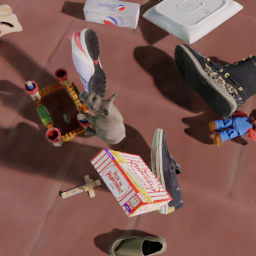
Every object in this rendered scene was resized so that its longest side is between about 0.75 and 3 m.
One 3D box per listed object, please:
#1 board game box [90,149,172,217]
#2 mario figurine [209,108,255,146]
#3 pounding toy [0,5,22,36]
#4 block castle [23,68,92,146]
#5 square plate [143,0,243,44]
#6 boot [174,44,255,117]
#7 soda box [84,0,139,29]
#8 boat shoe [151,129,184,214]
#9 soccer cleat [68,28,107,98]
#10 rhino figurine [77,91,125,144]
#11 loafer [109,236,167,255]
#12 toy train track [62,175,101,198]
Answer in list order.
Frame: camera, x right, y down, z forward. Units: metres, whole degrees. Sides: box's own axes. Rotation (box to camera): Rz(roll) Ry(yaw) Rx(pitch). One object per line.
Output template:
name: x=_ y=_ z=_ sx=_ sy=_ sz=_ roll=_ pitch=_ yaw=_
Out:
board game box: x=0.160 y=1.340 z=7.007 sx=0.480 sy=2.072 sz=1.570 roll=-44 pitch=66 yaw=12
mario figurine: x=3.697 y=0.027 z=8.927 sx=2.045 sy=1.084 sz=1.262 roll=-13 pitch=101 yaw=5
pounding toy: x=-4.865 y=-3.450 z=10.085 sx=2.163 sy=1.237 sz=1.241 roll=-25 pitch=69 yaw=-30
block castle: x=-2.188 y=-0.717 z=8.933 sx=1.530 sy=1.074 sz=2.290 roll=-26 pitch=70 yaw=-11
square plate: x=2.355 y=-4.461 z=10.468 sx=2.690 sy=0.383 sz=2.665 roll=-37 pitch=55 yaw=-13
boot: x=3.208 y=-1.978 z=9.529 sx=2.279 sy=1.089 sz=3.018 roll=-27 pitch=66 yaw=-18
soda box: x=-0.616 y=-4.398 z=10.679 sx=2.028 sy=0.643 sz=0.692 roll=10 pitch=68 yaw=4
boat shoe: x=1.149 y=1.226 z=8.260 sx=0.771 sy=0.924 sz=2.477 roll=-4 pitch=74 yaw=-7
soccer cleat: x=-1.218 y=-1.773 z=8.367 sx=0.816 sy=2.230 sz=0.760 roll=5 pitch=24 yaw=33
rhino figurine: x=-0.677 y=-0.305 z=7.575 sx=1.186 sy=2.712 sz=0.811 roll=19 pitch=69 yaw=12
loafer: x=0.274 y=3.204 z=7.599 sx=1.588 sy=0.553 sz=0.597 roll=-7 pitch=68 yaw=-3
toy train track: x=-1.402 y=1.811 z=8.372 sx=1.198 sy=0.195 sz=0.687 roll=-20 pitch=69 yaw=-7
